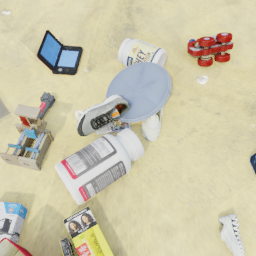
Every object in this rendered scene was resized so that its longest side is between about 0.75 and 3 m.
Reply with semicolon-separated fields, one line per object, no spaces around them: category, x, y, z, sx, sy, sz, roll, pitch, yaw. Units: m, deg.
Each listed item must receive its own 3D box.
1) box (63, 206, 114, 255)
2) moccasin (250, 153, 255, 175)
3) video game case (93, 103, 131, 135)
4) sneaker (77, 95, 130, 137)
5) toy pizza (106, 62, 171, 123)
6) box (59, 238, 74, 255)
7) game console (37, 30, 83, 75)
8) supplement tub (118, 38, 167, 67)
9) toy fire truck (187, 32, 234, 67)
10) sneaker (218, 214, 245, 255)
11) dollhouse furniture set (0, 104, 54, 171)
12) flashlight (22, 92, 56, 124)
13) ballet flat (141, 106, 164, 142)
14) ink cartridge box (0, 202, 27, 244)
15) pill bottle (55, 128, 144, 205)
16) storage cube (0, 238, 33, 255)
box;-1.064;3.876;8.799;0.986;0.656;2.619;-25;61;-15
moccasin;5.012;1.670;10.276;0.669;0.567;1.663;-19;59;-12
video game case;-0.704;-0.468;11.892;1.408;0.178;1.546;-9;56;-5
sneaker;-0.938;-0.472;10.668;2.354;0.870;0.933;-38;37;-22
toy pizza;0.421;-1.498;11.784;2.929;0.464;2.929;-11;61;20
box;-1.777;4.021;8.585;0.270;0.874;1.095;-20;60;-12
game console;-3.174;-3.606;13.333;1.659;1.142;1.925;5;58;3
supplement tub;0.650;-3.261;12.964;1.928;1.398;1.398;26;61;17
toy fire truck;3.907;-3.998;13.696;2.239;1.256;1.881;-15;34;-10
sneaker;3.352;3.638;9.064;0.663;0.614;1.635;-7;53;9
dollhouse furniture set;-3.867;0.340;10.221;1.467;2.094;1.476;11;58;7
flashlight;-3.777;-0.703;11.776;0.641;0.639;1.886;14;60;10
ballet flat;1.038;-0.563;11.614;0.827;0.827;2.304;8;58;5
ink cartridge box;-4.190;3.314;9.140;1.197;0.691;1.650;5;57;3
pill bottle;-0.921;1.232;9.926;2.926;1.620;1.620;-31;62;-18
storage cube;-3.199;4.408;7.808;1.967;1.768;1.681;31;63;19
